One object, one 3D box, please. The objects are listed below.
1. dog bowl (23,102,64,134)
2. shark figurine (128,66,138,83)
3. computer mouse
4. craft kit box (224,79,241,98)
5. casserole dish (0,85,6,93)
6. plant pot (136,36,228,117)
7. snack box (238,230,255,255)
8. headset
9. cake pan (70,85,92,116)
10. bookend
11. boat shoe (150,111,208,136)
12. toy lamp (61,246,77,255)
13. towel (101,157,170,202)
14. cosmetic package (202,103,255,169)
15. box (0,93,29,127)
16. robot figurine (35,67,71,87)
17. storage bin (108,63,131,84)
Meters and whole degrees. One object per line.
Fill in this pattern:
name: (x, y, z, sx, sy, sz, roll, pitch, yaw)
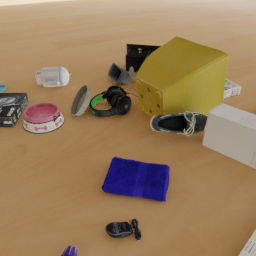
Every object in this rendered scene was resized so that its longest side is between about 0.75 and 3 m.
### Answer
dog bowl: (-3.221, -0.437, 10.579, 1.533, 0.565, 1.533, 0, 35, 0)
shark figurine: (0.299, -2.475, 12.821, 0.565, 0.809, 1.354, 30, -4, -40)
computer mouse: (-0.133, 2.442, 6.631, 0.839, 0.221, 0.581, 4, 32, -14)
craft kit box: (3.691, -1.930, 12.922, 2.042, 0.502, 2.068, -14, 36, -24)
casserole dish: (-6.120, -1.815, 12.972, 0.981, 0.190, 0.594, 3, 34, 3)
plant pot: (1.804, -1.545, 10.641, 2.647, 2.571, 2.588, -31, 44, -24)
snack box: (3.334, 2.631, 6.068, 1.228, 0.392, 2.113, 28, 46, 35)
headset: (-0.403, -1.297, 11.331, 2.459, 1.155, 1.518, -20, 38, -10)
cake pan: (-1.835, -1.052, 11.029, 0.246, 1.342, 1.342, 25, 23, -29)
bookend: (0.907, -3.210, 14.131, 2.632, 1.212, 2.615, 8, 34, 12)
boat shoe: (1.902, -0.174, 9.589, 2.232, 0.836, 0.690, 4, 4, -13)
toy lamp: (-1.308, 3.012, 5.612, 0.385, 0.385, 1.324, 3, 35, 4)
towel: (0.261, 1.381, 7.965, 1.807, 0.448, 1.334, 6, 33, 8)
cosmetic package: (3.795, 0.351, 8.716, 2.671, 1.358, 0.989, 29, 42, 34)
box: (-5.075, -0.749, 11.148, 1.637, 0.445, 2.044, 0, 34, 0)
robot figurine: (-3.491, -2.415, 13.213, 1.619, 0.914, 1.373, -4, 42, -4)
storage bin: (-0.364, -2.537, 13.629, 0.773, 0.837, 1.150, 12, 23, -35)
